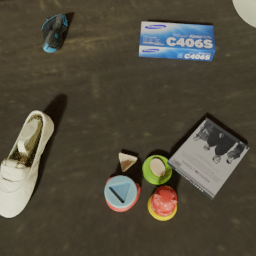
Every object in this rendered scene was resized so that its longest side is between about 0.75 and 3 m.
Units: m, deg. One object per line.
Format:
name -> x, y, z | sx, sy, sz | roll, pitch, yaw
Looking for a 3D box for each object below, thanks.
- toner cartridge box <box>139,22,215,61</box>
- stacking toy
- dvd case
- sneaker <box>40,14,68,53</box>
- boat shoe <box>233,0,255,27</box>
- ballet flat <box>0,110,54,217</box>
toner cartridge box -> 1.469, -2.641, 8.516 | 2.205, 0.476, 1.047 | 4, 61, 2
stacking toy -> 0.325, 1.161, 6.254 | 1.662, 0.702, 1.505 | 6, 61, 3
dvd case -> 1.941, 0.658, 6.725 | 1.289, 0.212, 1.715 | 39, 63, 17
sneaker -> -2.388, -2.900, 8.683 | 0.660, 0.590, 1.612 | 0, 53, 14
boat shoe -> 4.390, -3.668, 8.858 | 0.743, 0.899, 2.402 | -35, 68, -17
ballet flat -> -2.448, 0.684, 6.448 | 0.892, 0.892, 2.570 | 11, 62, 6
